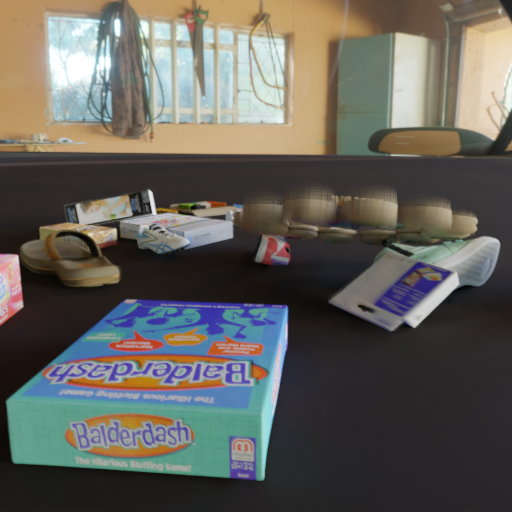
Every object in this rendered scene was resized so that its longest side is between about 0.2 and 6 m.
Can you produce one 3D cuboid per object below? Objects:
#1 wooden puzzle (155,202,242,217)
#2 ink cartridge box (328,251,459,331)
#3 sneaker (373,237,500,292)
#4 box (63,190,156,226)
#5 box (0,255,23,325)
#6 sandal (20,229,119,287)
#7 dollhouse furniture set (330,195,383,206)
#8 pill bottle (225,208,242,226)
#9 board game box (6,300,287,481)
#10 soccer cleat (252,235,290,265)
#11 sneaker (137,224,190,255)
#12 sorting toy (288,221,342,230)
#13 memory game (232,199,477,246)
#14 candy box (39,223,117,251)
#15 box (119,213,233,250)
[{"bbox_3d":[-1.665,-1.488,17.228,2.676,0.313,1.805,-12,18,-42],"label":"wooden puzzle"},{"bbox_3d":[1.940,0.538,8.015,1.345,0.292,1.332,-36,29,-18],"label":"ink cartridge box"},{"bbox_3d":[3.016,0.002,9.421,2.345,0.863,1.383,-14,27,-37],"label":"sneaker"},{"bbox_3d":[-3.607,-1.144,14.007,2.058,0.619,1.200,-11,5,-7],"label":"box"},{"bbox_3d":[-3.803,0.545,7.416,0.774,0.839,1.636,0,13,-1],"label":"box"},{"bbox_3d":[-3.367,-0.070,10.118,1.166,0.784,2.902,-11,16,-38],"label":"sandal"},{"bbox_3d":[2.759,-1.234,15.133,1.329,0.684,1.314,3,8,-10],"label":"dollhouse furniture set"},{"bbox_3d":[-0.357,-1.048,14.974,0.858,0.481,0.481,-8,15,-30],"label":"pill bottle"},{"bbox_3d":[-0.781,1.108,5.515,2.029,0.600,2.668,1,13,6],"label":"board game box"},{"bbox_3d":[0.359,-0.176,11.262,0.680,0.634,1.858,19,13,1],"label":"soccer cleat"},{"bbox_3d":[-1.986,-0.359,11.671,1.564,0.567,0.562,9,24,43],"label":"sneaker"},{"bbox_3d":[1.696,-1.024,15.116,2.006,0.366,1.857,11,17,40],"label":"sorting toy"},{"bbox_3d":[1.569,-0.490,9.390,4.040,0.257,4.040,4,-4,0],"label":"memory game"},{"bbox_3d":[-3.962,-0.432,12.465,1.503,0.416,0.868,7,14,28],"label":"candy box"},{"bbox_3d":[-1.891,-0.621,13.271,2.140,0.440,1.668,9,16,37],"label":"box"}]
